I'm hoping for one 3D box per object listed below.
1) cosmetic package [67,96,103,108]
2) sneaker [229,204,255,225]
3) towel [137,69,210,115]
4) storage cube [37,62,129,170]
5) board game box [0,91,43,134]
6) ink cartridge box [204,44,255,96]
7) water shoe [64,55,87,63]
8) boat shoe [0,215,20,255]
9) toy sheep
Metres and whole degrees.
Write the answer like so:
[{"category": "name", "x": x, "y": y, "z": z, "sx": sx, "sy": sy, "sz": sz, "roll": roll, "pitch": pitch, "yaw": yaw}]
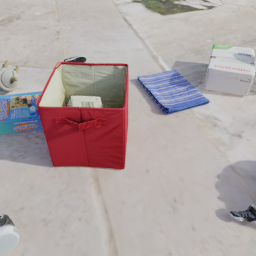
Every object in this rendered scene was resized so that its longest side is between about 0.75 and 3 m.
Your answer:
[{"category": "cosmetic package", "x": -1.405, "y": -0.226, "z": 8.143, "sx": 0.884, "sy": 1.681, "sz": 0.597, "roll": -2, "pitch": 63, "yaw": -26}, {"category": "sneaker", "x": 2.983, "y": 2.129, "z": 7.089, "sx": 0.784, "sy": 0.446, "sz": 0.296, "roll": 11, "pitch": 8, "yaw": 15}, {"category": "towel", "x": 1.787, "y": -1.600, "z": 11.467, "sx": 1.998, "sy": 0.329, "sz": 2.759, "roll": -15, "pitch": 43, "yaw": -17}, {"category": "storage cube", "x": -1.145, "y": -0.368, "z": 8.511, "sx": 2.274, "sy": 2.391, "sz": 2.660, "roll": 2, "pitch": 42, "yaw": 2}, {"category": "board game box", "x": -3.645, "y": -0.620, "z": 10.157, "sx": 2.276, "sy": 0.512, "sz": 1.731, "roll": -7, "pitch": 43, "yaw": -11}, {"category": "ink cartridge box", "x": 4.334, "y": -2.532, "z": 11.932, "sx": 1.791, "sy": 1.034, "sz": 2.461, "roll": 12, "pitch": 42, "yaw": 14}, {"category": "water shoe", "x": -2.512, "y": -3.262, "z": 13.299, "sx": 1.095, "sy": 0.391, "sz": 0.432, "roll": -17, "pitch": 42, "yaw": -19}, {"category": "boat shoe", "x": -3.836, "y": 2.669, "z": 6.106, "sx": 2.708, "sy": 0.947, "sz": 0.897, "roll": -22, "pitch": 41, "yaw": -26}, {"category": "toy sheep", "x": -4.978, "y": -2.006, "z": 11.183, "sx": 1.916, "sy": 1.321, "sz": 1.321, "roll": 6, "pitch": 37, "yaw": 41}]
